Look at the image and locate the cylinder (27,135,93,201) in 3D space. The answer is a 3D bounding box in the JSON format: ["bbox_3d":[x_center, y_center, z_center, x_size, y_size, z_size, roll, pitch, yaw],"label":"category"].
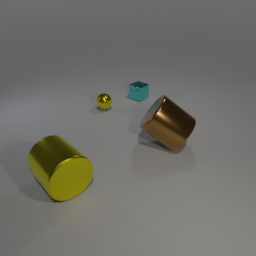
[{"bbox_3d":[-1.952,1.110,8.023,1.400,1.400,1.400,-23,38,-33],"label":"cylinder"}]

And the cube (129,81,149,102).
[{"bbox_3d":[0.524,-1.782,13.522,0.700,0.700,0.700,24,38,34],"label":"cube"}]

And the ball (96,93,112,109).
[{"bbox_3d":[-1.059,-1.188,12.365,0.700,0.700,0.700,0,31,0],"label":"ball"}]

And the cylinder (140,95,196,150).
[{"bbox_3d":[1.368,-0.174,9.690,1.400,1.400,1.400,36,32,-9],"label":"cylinder"}]
